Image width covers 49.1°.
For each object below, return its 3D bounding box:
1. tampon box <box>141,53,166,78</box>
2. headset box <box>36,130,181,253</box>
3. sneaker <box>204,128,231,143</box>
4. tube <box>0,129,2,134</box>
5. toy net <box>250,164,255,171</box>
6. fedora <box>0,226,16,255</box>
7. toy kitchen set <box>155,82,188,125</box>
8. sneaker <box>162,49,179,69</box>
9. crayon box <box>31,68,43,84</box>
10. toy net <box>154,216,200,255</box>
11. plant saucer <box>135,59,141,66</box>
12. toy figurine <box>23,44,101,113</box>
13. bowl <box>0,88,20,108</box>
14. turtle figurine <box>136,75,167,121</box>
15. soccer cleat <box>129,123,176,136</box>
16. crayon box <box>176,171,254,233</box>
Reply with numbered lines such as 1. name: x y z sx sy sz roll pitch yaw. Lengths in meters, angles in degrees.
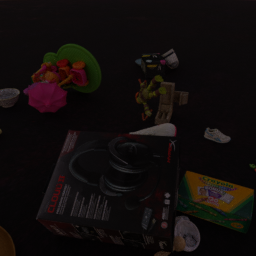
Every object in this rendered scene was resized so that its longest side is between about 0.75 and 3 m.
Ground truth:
1. tampon box: 1.270 -3.211 14.395 1.017 0.857 1.357 -4 32 -7
2. headset box: -0.389 1.242 6.031 2.886 1.115 2.148 4 54 13
3. sneaker: 2.948 0.246 9.211 0.843 0.340 0.322 15 33 22
4. tube: -4.523 0.320 9.231 0.250 0.223 0.860 -27 21 35
5. toy net: 3.925 1.181 7.818 0.509 0.188 0.971 -17 35 -25
6. fedora: -3.301 2.398 5.035 2.468 1.007 2.468 0 31 0
7. toy kitchen set: 1.597 -0.869 10.161 1.012 1.240 1.119 8 32 14
8. sneaker: 2.330 -3.696 15.328 0.881 0.928 2.305 -33 6 17
9. crayon box: -3.845 -2.523 13.589 1.041 0.510 1.752 4 31 6
10. toy net: 1.089 2.499 5.375 1.247 0.459 2.378 7 32 16
11. plant saucer: 0.979 -3.636 15.711 1.138 0.219 1.138 0 31 0
12. toy figurine: -3.030 -1.796 11.151 2.995 2.248 2.756 15 43 23
13. bowl: -4.911 -1.158 11.351 1.089 0.511 1.089 -1 31 0
14. turtle figurine: 0.689 -1.293 10.057 0.577 1.445 1.792 13 60 -30
15. soccer cleat: 0.397 0.368 7.177 0.879 2.036 0.711 19 62 -21
16. crayon box: 2.041 1.703 6.658 1.671 0.487 0.992 14 34 21
